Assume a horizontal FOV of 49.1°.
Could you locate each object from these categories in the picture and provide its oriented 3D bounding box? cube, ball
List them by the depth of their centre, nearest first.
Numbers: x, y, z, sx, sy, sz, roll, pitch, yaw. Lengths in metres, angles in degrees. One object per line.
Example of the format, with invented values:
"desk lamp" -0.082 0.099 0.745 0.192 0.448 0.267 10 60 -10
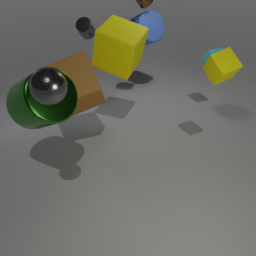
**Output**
"ball" -1.504 -0.787 5.308 0.700 0.700 0.700 0 31 0
"cube" 2.759 -1.803 8.233 0.700 0.700 0.700 -25 76 -14
"cube" -1.681 -1.392 9.165 1.400 1.400 1.400 -22 78 -2
"cube" -0.283 -2.806 9.730 1.400 1.400 1.400 23 48 7
"cube" 3.591 -2.769 11.534 0.700 0.700 0.700 -12 75 -19

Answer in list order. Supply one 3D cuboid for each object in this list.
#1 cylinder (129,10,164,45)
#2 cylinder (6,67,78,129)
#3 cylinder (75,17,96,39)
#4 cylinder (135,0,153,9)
"cylinder" 0.753 -4.614 13.148 1.400 1.400 1.400 -18 13 -27
"cylinder" -2.249 -0.726 7.300 1.400 1.400 1.400 -29 12 -39
"cylinder" -1.807 -4.261 11.987 0.700 0.700 0.700 5 -5 9
"cylinder" 0.634 -5.606 11.928 0.700 0.700 0.700 -18 58 30
